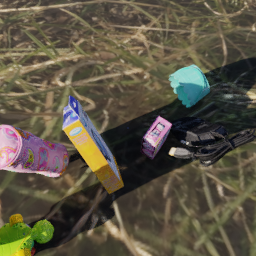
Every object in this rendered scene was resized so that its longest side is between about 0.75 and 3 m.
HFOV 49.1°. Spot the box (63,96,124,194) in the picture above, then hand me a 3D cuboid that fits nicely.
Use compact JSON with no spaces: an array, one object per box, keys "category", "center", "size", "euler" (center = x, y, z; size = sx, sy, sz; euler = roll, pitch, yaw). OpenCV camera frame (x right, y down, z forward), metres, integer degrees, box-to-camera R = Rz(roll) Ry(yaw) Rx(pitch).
[{"category":"box","center":[-0.910,0.340,6.729],"size":[0.475,2.288,1.362],"euler":[-31,25,2]}]

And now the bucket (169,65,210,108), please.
[{"category":"bucket","center":[1.930,-1.336,8.774],"size":[0.796,1.223,1.223],"euler":[-32,58,-1]}]

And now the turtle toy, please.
[{"category":"turtle toy","center":[-2.377,2.509,6.215],"size":[1.457,0.737,1.062],"euler":[-25,61,-3]}]

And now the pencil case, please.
[{"category":"pencil case","center":[-2.207,0.616,6.416],"size":[0.971,2.220,0.971],"euler":[-3,75,13]}]

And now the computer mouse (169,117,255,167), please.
[{"category":"computer mouse","center":[1.734,0.394,7.359],"size":[1.879,0.616,2.677],"euler":[-22,20,-25]}]

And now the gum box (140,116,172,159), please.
[{"category":"gum box","center":[0.731,0.278,7.495],"size":[0.427,1.291,0.732],"euler":[33,71,12]}]
